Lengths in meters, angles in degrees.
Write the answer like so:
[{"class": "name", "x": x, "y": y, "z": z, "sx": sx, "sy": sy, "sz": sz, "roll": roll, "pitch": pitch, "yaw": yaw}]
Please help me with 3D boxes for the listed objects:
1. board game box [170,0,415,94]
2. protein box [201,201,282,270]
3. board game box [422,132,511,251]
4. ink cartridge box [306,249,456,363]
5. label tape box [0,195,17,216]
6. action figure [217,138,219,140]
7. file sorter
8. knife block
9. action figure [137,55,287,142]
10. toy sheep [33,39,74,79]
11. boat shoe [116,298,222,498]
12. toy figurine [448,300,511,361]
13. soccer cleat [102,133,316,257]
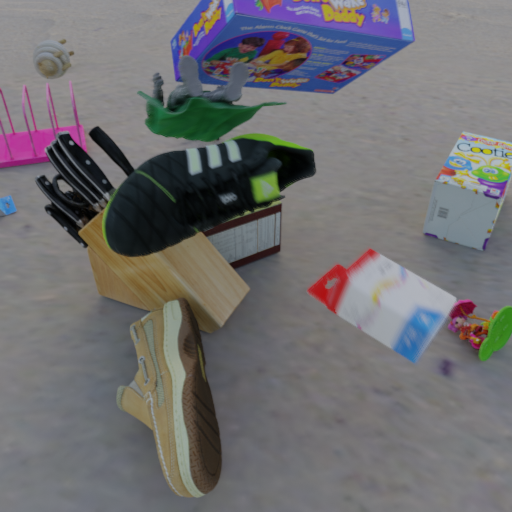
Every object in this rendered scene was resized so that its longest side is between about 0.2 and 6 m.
[{"class": "board game box", "x": 0.584, "y": -3.614, "z": 9.416, "sx": 3.403, "sy": 0.762, "sz": 2.288, "roll": -5, "pitch": -6, "yaw": -30}, {"class": "protein box", "x": -0.659, "y": -0.650, "z": 10.311, "sx": 1.651, "sy": 1.114, "sz": 1.639, "roll": -20, "pitch": 42, "yaw": -25}, {"class": "board game box", "x": 4.321, "y": -1.354, "z": 11.137, "sx": 1.216, "sy": 1.238, "sz": 2.360, "roll": 19, "pitch": 42, "yaw": 22}, {"class": "ink cartridge box", "x": 1.546, "y": 0.502, "z": 7.019, "sx": 1.588, "sy": 0.534, "sz": 0.923, "roll": 32, "pitch": 40, "yaw": 21}, {"class": "label tape box", "x": -5.575, "y": -1.064, "z": 11.502, "sx": 1.077, "sy": 0.356, "sz": 0.772, "roll": -19, "pitch": 41, "yaw": -21}, {"class": "action figure", "x": -1.417, "y": -3.288, "z": 14.285, "sx": 1.082, "sy": 0.552, "sz": 0.643, "roll": 14, "pitch": 50, "yaw": 14}, {"class": "file sorter", "x": -5.407, "y": -3.213, "z": 13.418, "sx": 2.318, "sy": 1.454, "sz": 1.611, "roll": -11, "pitch": 39, "yaw": -14}, {"class": "knife block", "x": -1.783, "y": -0.525, "z": 8.712, "sx": 3.261, "sy": 2.863, "sz": 1.043, "roll": 16, "pitch": 41, "yaw": 20}, {"class": "action figure", "x": -1.081, "y": -2.380, "z": 9.106, "sx": 2.052, "sy": 0.950, "sz": 3.474, "roll": 3, "pitch": 2, "yaw": -19}, {"class": "toy sheep", "x": -3.279, "y": -3.178, "z": 9.017, "sx": 0.624, "sy": 0.624, "sz": 0.905, "roll": -3, "pitch": 42, "yaw": -4}, {"class": "boat shoe", "x": -1.218, "y": 1.831, "z": 7.296, "sx": 1.181, "sy": 1.111, "sz": 3.100, "roll": -18, "pitch": 31, "yaw": -1}, {"class": "toy figurine", "x": 3.338, "y": 1.060, "z": 8.647, "sx": 0.959, "sy": 0.720, "sz": 0.882, "roll": -48, "pitch": 40, "yaw": -16}, {"class": "soccer cleat", "x": -0.488, "y": -0.904, "z": 7.282, "sx": 1.335, "sy": 1.112, "sz": 3.293, "roll": 14, "pitch": 34, "yaw": 37}]
